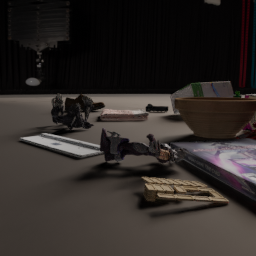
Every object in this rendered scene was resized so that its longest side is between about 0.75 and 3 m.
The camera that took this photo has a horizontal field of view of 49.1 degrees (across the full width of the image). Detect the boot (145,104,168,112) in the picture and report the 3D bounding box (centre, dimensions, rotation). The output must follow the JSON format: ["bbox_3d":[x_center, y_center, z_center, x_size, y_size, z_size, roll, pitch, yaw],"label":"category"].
[{"bbox_3d":[1.720,-1.168,16.078,1.236,0.406,1.019,-2,19,18],"label":"boot"}]

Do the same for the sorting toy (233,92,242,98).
[{"bbox_3d":[4.979,-0.865,11.456,2.948,1.210,1.772,-6,11,-32],"label":"sorting toy"}]

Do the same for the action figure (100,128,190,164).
[{"bbox_3d":[0.318,0.381,5.153,1.612,0.559,1.049,5,-16,10],"label":"action figure"}]

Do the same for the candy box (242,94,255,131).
[{"bbox_3d":[4.583,-0.557,9.529,1.741,1.187,0.531,-9,13,-41],"label":"candy box"}]

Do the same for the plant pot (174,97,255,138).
[{"bbox_3d":[2.584,-0.337,8.327,2.412,1.113,2.412,0,9,0],"label":"plant pot"}]

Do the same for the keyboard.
[{"bbox_3d":[-1.672,0.401,6.868,2.764,0.147,0.778,8,17,44],"label":"keyboard"}]

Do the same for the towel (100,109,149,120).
[{"bbox_3d":[-0.192,-0.645,12.916,2.121,0.358,2.221,-1,8,-3],"label":"towel"}]

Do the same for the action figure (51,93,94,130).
[{"bbox_3d":[-2.001,-0.584,9.741,1.438,1.235,2.420,8,3,-27],"label":"action figure"}]

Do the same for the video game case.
[{"bbox_3d":[2.255,0.595,5.048,2.057,0.273,2.879,-2,10,-15],"label":"video game case"}]

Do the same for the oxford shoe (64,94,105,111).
[{"bbox_3d":[-2.523,-1.486,16.302,2.426,1.024,0.882,2,7,3],"label":"oxford shoe"}]

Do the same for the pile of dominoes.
[{"bbox_3d":[0.712,0.886,3.800,1.001,0.159,0.780,7,7,-11],"label":"pile of dominoes"}]

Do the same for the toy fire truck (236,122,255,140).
[{"bbox_3d":[3.254,0.202,7.142,0.789,0.527,0.940,-23,5,9],"label":"toy fire truck"}]

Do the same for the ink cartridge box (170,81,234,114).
[{"bbox_3d":[3.790,-1.537,14.320,2.583,1.085,1.870,-7,-9,-26],"label":"ink cartridge box"}]
